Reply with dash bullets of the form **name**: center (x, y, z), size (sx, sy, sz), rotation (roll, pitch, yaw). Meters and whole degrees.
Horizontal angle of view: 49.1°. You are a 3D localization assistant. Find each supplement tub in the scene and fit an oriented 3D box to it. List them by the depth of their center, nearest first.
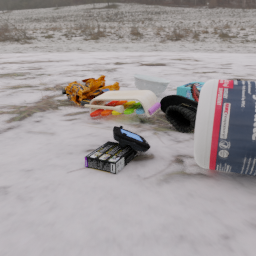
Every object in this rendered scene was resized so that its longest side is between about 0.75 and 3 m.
- **supplement tub**: center (2.902, 0.038, 5.830), size (2.821, 1.980, 1.980), rotation (6, 20, 18)

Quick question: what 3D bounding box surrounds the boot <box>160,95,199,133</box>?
- **boot**: center (1.620, -0.550, 9.409), size (2.128, 0.801, 1.591), rotation (16, 25, 39)

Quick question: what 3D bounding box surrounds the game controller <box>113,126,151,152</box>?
- **game controller**: center (0.055, 0.243, 7.127), size (0.900, 0.363, 1.724), rotation (13, 6, -6)

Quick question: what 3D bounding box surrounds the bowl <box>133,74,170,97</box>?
- **bowl**: center (1.081, -2.015, 13.549), size (1.823, 0.819, 1.823), rotation (9, 17, -3)

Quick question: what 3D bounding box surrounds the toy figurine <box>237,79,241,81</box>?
- **toy figurine**: center (5.653, -2.128, 14.513), size (0.867, 0.613, 0.881), rotation (-11, 22, -14)

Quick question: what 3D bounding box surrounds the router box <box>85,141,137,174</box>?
- **router box**: center (-0.375, 0.663, 6.628), size (0.827, 0.283, 1.109), rotation (9, 21, 25)

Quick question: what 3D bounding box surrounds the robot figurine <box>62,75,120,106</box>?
- **robot figurine**: center (-1.632, -1.683, 12.369), size (1.849, 0.742, 2.550), rotation (29, 33, 28)

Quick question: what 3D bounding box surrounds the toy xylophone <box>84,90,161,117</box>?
- **toy xylophone**: center (-0.338, -0.789, 9.826), size (2.681, 0.674, 1.963), rotation (8, 27, 39)

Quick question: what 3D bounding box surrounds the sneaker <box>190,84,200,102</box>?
- **sneaker**: center (2.892, -1.392, 11.576), size (0.469, 0.960, 0.339), rotation (-20, 0, -4)

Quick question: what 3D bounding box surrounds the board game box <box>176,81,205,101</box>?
- **board game box**: center (3.813, -1.584, 12.771), size (2.594, 0.609, 1.958), rotation (13, 23, 34)
